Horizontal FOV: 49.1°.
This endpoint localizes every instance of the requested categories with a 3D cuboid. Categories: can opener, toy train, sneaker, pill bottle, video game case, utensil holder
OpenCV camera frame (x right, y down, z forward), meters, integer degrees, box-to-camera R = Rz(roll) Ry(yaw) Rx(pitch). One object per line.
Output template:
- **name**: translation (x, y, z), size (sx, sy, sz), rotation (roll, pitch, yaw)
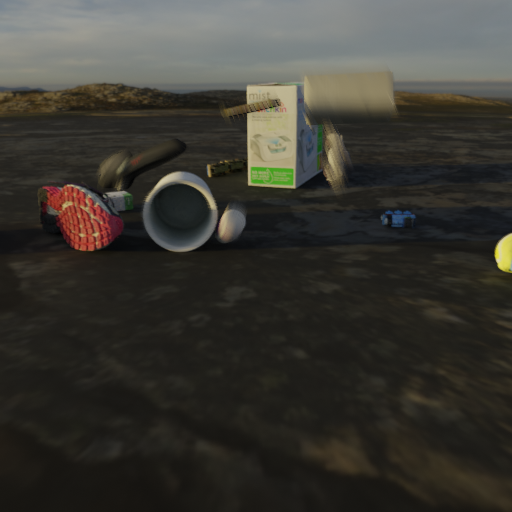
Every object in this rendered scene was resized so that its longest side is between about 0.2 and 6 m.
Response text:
- **can opener**: translation (-2.232, -1.796, 10.769), size (1.895, 0.745, 0.601), rotation (-18, 3, 20)
- **toy train**: translation (2.850, -0.726, 11.198), size (0.676, 0.293, 0.386), rotation (1, 24, 4)
- **sneaker**: translation (-3.103, -0.852, 10.248), size (1.040, 1.123, 2.784), rotation (-11, 20, -36)
- **toy train**: translation (-0.767, -2.783, 17.280), size (0.555, 0.414, 2.424), rotation (7, 19, 32)
- **pill bottle**: translation (-0.471, -0.477, 9.642), size (0.402, 0.402, 0.715), rotation (-8, -16, -22)
- **video game case**: translation (-0.111, -2.735, 10.385), size (0.991, 0.126, 0.895), rotation (-15, 17, -7)
- **sneaker**: translation (4.623, 0.167, 7.868), size (2.229, 0.844, 1.171), rotation (-4, 29, 10)
- **utensil holder**: translation (-1.333, -0.853, 10.082), size (1.242, 1.242, 1.461), rotation (-2, 15, -5)

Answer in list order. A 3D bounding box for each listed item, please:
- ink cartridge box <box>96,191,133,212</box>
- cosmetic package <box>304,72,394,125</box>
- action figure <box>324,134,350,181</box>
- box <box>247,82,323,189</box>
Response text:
- **ink cartridge box**: translation (-3.252, -1.202, 12.532), size (0.823, 0.347, 0.601), rotation (-11, 21, -29)
- **cosmetic package**: translation (1.794, -3.046, 10.914), size (1.683, 0.759, 0.899), rotation (-3, -9, 4)
- **action figure**: translation (1.124, -1.369, 7.970), size (0.339, 0.636, 0.978), rotation (11, 2, 12)
- **box**: translation (0.864, -3.515, 15.861), size (1.464, 2.671, 3.027), rotation (6, 18, 19)
